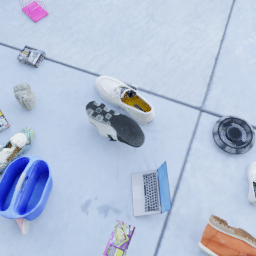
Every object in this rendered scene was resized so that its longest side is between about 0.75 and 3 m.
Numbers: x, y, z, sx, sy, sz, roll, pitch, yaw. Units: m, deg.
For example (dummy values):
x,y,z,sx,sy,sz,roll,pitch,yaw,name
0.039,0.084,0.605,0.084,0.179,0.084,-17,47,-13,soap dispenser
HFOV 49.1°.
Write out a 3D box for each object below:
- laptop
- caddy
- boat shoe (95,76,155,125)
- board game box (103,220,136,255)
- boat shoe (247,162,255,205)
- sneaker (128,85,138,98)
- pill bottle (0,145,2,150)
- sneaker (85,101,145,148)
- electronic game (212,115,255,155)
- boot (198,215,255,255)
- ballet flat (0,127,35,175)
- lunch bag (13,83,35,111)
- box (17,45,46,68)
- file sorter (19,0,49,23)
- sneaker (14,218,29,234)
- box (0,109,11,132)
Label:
x,y,z,sx,sy,sz,roll,pitch,yaw,name
0.692,1.981,9.017,1.571,0.910,1.471,-13,64,21,laptop
-3.330,1.928,9.056,1.525,1.132,2.157,9,55,5,caddy
-0.149,-1.252,10.711,2.824,0.986,1.001,41,72,16,boat shoe
-0.259,3.334,8.252,0.651,0.175,1.084,13,69,28,board game box
4.442,1.863,9.576,0.564,0.512,1.532,8,66,4,boat shoe
0.140,-1.253,10.012,0.276,0.755,0.422,28,81,6,sneaker
-5.129,0.568,10.102,1.109,0.614,0.614,36,71,15,pill bottle
-0.466,0.019,10.096,2.449,1.084,0.907,35,57,16,sneaker
3.930,0.237,10.403,1.569,0.326,1.569,0,65,0,electronic game
3.283,3.695,8.697,2.195,0.823,1.177,27,95,0,boot
-4.118,0.767,9.960,0.782,0.782,2.108,28,69,12,ballet flat
-3.947,-1.164,10.721,0.635,0.911,0.764,-18,66,-8,lunch bag
-4.107,-3.042,11.925,0.952,0.237,0.750,21,68,9,box
-4.343,-5.572,12.812,0.769,0.694,1.107,-40,72,-17,file sorter
-3.528,3.037,9.165,0.466,0.335,0.891,-10,66,1,sneaker
-5.018,-0.275,10.711,0.657,0.191,0.960,-33,70,-14,box
